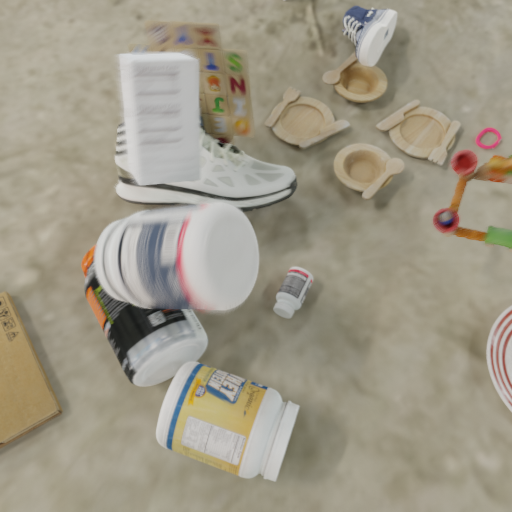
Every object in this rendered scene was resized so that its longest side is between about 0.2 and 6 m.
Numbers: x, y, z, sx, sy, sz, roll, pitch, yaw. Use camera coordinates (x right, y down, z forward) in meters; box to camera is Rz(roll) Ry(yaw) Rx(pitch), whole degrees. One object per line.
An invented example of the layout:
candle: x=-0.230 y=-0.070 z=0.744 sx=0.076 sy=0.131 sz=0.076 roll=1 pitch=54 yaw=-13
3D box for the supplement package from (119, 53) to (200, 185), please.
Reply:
supplement package: x=-1.315 y=-1.904 z=7.714 sx=0.887 sy=1.619 sz=0.921 roll=-8 pitch=28 yaw=-19

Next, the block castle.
block castle: x=3.494 y=-0.691 z=7.614 sx=1.859 sy=0.872 sz=1.242 roll=17 pitch=87 yaw=25

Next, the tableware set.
tableware set: x=2.024 y=-2.524 z=10.672 sx=2.755 sy=0.383 sz=3.298 roll=-40 pitch=69 yaw=-19

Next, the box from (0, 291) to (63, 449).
box: x=-4.206 y=1.856 z=8.392 sx=1.842 sy=0.240 sz=2.254 roll=-29 pitch=66 yaw=-14

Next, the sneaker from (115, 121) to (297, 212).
sneaker: x=-0.839 y=-1.755 z=9.250 sx=3.100 sy=1.784 sz=1.170 roll=1 pitch=30 yaw=0

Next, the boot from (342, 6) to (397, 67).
boot: x=2.132 y=-4.503 z=11.400 sx=0.981 sy=0.790 sz=2.173 roll=18 pitch=40 yaw=16

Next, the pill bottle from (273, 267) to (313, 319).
pill bottle: x=0.580 y=0.596 z=8.967 sx=0.429 sy=0.429 sz=0.774 roll=23 pitch=64 yaw=12

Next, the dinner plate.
dinner plate: x=4.642 y=1.711 z=8.453 sx=2.350 sy=0.285 sz=2.350 roll=0 pitch=62 yaw=-1

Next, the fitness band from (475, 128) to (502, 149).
fitness band: x=4.439 y=-2.235 z=10.691 sx=0.390 sy=0.102 sz=0.543 roll=38 pitch=67 yaw=21

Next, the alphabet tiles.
alphabet tiles: x=-1.034 y=-2.700 z=9.250 sx=1.977 sy=2.376 sz=0.075 roll=8 pitch=50 yaw=13

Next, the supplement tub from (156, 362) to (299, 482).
supplement tub: x=-0.368 y=2.254 z=7.620 sx=1.687 sy=1.220 sz=1.220 roll=17 pitch=63 yaw=8

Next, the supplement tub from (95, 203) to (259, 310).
supplement tub: x=-0.997 y=0.031 z=7.014 sx=1.810 sy=1.270 sz=1.270 roll=-2 pitch=56 yaw=36

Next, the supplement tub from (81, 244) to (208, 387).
supplement tub: x=-1.733 y=0.765 z=8.387 sx=1.282 sy=1.282 sz=2.092 roll=-28 pitch=65 yaw=-14
